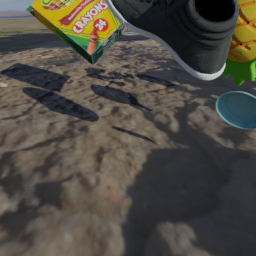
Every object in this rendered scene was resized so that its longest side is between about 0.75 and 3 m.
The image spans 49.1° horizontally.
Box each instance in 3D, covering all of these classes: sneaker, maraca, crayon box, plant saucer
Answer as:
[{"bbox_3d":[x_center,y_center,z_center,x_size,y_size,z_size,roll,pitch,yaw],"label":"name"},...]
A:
[{"bbox_3d":[0.662,-2.112,4.620,2.787,1.382,0.985,43,69,15],"label":"sneaker"},{"bbox_3d":[2.582,-2.041,6.316,1.156,2.160,1.481,-15,40,-22],"label":"maraca"},{"bbox_3d":[-1.641,-3.672,8.903,2.984,0.758,1.895,39,77,7],"label":"crayon box"},{"bbox_3d":[2.004,-0.342,4.939,0.894,0.894,0.161,17,56,33],"label":"plant saucer"}]
